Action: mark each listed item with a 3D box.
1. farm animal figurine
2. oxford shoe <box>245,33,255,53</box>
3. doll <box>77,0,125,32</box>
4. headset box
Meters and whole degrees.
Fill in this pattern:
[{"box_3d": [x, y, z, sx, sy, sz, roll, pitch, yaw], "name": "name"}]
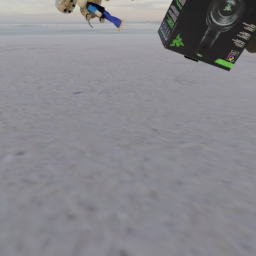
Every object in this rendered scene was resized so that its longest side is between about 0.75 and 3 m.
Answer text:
[{"box_3d": [-0.741, -3.827, 7.633, 2.069, 2.046, 1.079, 9, 41, -40], "name": "farm animal figurine"}, {"box_3d": [3.568, -3.295, 8.365, 0.760, 2.131, 0.759, -7, 11, 23], "name": "oxford shoe"}, {"box_3d": [-0.625, -2.648, 6.417, 1.149, 0.279, 0.784, 26, 30, -17], "name": "doll"}, {"box_3d": [1.128, -1.487, 3.742, 1.087, 1.248, 0.579, 15, 37, -18], "name": "headset box"}]
